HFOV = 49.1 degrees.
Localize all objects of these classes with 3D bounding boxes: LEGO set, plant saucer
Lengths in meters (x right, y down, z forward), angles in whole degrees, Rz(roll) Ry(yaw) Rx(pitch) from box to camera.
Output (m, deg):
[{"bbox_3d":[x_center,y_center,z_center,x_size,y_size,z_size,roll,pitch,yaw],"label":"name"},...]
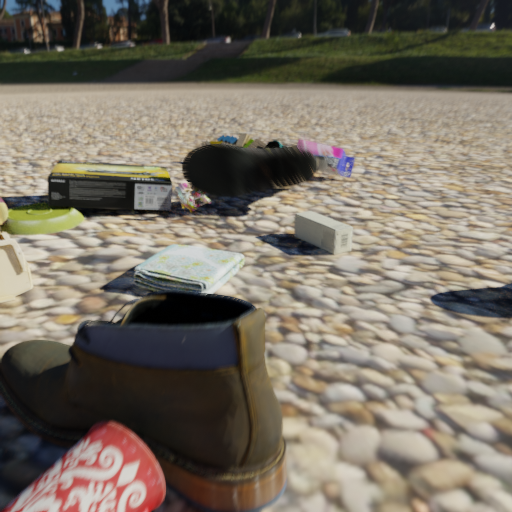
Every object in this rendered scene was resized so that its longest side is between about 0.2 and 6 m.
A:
[{"bbox_3d":[-1.332,-1.405,12.904,0.565,0.699,1.519,-18,8,14],"label":"LEGO set"},{"bbox_3d":[-4.733,-0.860,12.266,1.832,0.285,1.832,-1,20,0],"label":"plant saucer"}]

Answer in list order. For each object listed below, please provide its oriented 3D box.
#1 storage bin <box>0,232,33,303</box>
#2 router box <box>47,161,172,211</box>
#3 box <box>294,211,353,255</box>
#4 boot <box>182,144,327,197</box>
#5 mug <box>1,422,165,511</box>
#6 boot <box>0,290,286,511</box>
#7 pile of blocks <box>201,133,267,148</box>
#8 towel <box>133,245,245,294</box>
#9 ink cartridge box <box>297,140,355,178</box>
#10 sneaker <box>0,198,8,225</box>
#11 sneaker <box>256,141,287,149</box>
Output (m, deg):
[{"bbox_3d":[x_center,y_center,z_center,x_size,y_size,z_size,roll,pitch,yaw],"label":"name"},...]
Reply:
[{"bbox_3d":[-4.901,0.053,8.840,2.136,1.008,2.152,-13,24,-30],"label":"storage bin"},{"bbox_3d":[-3.451,-1.709,13.449,2.727,0.712,2.144,1,18,-14],"label":"router box"},{"bbox_3d":[1.286,-0.465,10.890,0.440,0.528,1.286,-12,25,-30],"label":"box"},{"bbox_3d":[0.084,-2.130,13.893,3.387,1.173,2.949,1,9,5],"label":"boot"},{"bbox_3d":[-1.298,1.979,4.071,1.131,0.850,1.274,11,27,31],"label":"mug"},{"bbox_3d":[-1.281,0.951,5.439,3.579,1.735,1.337,11,24,28],"label":"boot"},{"bbox_3d":[-0.618,-3.372,18.060,2.352,0.731,0.966,13,67,25],"label":"pile of blocks"},{"bbox_3d":[-1.100,0.236,9.280,1.355,0.381,1.583,11,23,18],"label":"towel"},{"bbox_3d":[1.943,-2.796,16.098,1.729,0.321,0.819,15,58,5],"label":"ink cartridge box"},{"bbox_3d":[-6.564,-1.213,11.893,3.181,1.192,1.433,4,27,9],"label":"sneaker"},{"bbox_3d":[0.832,-3.060,17.075,0.849,0.951,2.379,17,26,37],"label":"sneaker"}]
